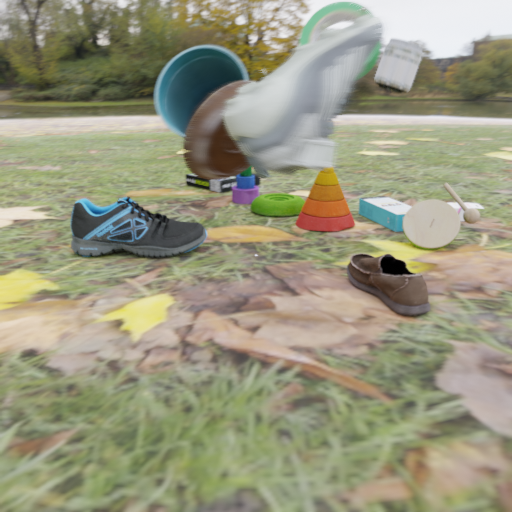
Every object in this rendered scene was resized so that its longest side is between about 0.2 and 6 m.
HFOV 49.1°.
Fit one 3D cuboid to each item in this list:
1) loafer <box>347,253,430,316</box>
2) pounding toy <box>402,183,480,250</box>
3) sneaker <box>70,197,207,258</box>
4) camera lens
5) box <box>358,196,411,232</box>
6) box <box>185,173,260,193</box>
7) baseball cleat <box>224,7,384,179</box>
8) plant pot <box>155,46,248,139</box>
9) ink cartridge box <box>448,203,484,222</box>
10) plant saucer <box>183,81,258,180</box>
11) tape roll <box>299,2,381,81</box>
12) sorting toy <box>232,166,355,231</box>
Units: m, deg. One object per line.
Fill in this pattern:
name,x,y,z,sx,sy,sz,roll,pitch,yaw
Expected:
loafer,2.178,0.281,9.159,0.754,0.733,2.064,-7,19,-20
pounding toy,3.858,-0.640,11.928,1.494,0.693,1.153,-37,60,-3
sneaker,-2.353,-0.591,11.219,2.729,1.118,0.999,-1,17,-7
camera lens,2.416,-3.212,9.525,0.636,0.795,0.636,16,16,-5
box,3.250,-1.046,13.672,0.747,0.446,1.817,-6,19,-17
box,-1.074,-2.456,18.032,1.727,0.425,1.788,-20,27,-40
baseball cleat,0.655,-1.650,5.969,2.316,1.232,0.807,-39,25,-23
plant pot,-1.005,-3.487,13.275,2.151,2.151,2.021,4,-7,13
ink cartridge box,5.036,-1.090,13.955,1.074,0.362,0.626,1,18,7
plant saucer,-0.280,-1.567,7.354,1.465,1.465,0.235,-17,51,-41
tape roll,1.245,-3.152,8.301,1.184,1.184,0.285,5,-6,16
sorting toy,0.777,-1.798,14.349,1.499,1.489,4.322,-13,23,-35
